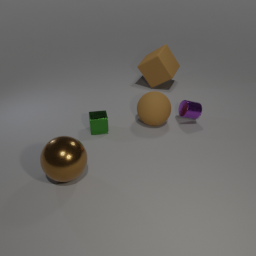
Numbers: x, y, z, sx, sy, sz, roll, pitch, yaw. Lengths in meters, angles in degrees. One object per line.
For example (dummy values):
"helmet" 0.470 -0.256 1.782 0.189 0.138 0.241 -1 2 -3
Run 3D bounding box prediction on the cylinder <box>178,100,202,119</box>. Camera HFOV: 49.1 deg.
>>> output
"cylinder" 2.530 -0.744 11.404 0.700 0.700 0.700 8 28 -21

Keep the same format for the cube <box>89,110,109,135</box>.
"cube" -1.163 -0.214 11.102 0.700 0.700 0.700 -5 32 -8

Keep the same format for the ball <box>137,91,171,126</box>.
"ball" 1.061 -0.793 11.420 1.400 1.400 1.400 0 31 0

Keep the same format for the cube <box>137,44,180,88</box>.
"cube" 1.611 -3.215 14.583 1.400 1.400 1.400 -20 26 40

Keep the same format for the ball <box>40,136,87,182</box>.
"ball" -1.938 0.934 8.506 1.400 1.400 1.400 0 31 0
